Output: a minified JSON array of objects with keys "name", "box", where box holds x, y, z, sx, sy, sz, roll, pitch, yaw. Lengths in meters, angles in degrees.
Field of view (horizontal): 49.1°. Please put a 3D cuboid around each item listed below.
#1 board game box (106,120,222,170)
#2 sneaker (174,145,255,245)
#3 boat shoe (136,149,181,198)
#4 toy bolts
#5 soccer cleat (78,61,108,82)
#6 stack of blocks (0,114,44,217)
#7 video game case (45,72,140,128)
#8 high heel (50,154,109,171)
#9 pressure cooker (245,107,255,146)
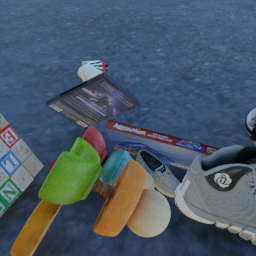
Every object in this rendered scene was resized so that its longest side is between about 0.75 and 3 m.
[{"name":"board game box","box":[0.792,0.491,6.529,2.541,1.308,0.247,15,65,14]},{"name":"sneaker","box":[2.397,1.187,5.032,2.855,1.648,1.071,14,31,3]},{"name":"boat shoe","box":[0.701,1.010,6.383,0.481,0.491,1.378,-38,64,-23]},{"name":"toy bolts","box":[-0.493,1.393,5.236,1.900,2.616,2.739,30,16,-3]},{"name":"soccer cleat","box":[-1.317,-1.866,10.377,1.125,0.906,2.641,7,32,-8]},{"name":"stack of blocks","box":[-3.095,1.109,5.243,0.835,1.641,2.850,-20,23,32]},{"name":"video game case","box":[-0.941,-0.650,7.507,2.095,1.497,0.199,-20,53,31]},{"name":"high heel","box":[-0.959,0.824,6.796,1.822,0.614,0.874,-26,51,-13]},{"name":"pressure cooker","box":[3.658,-0.066,7.279,1.067,1.195,1.051,-22,45,26]}]
